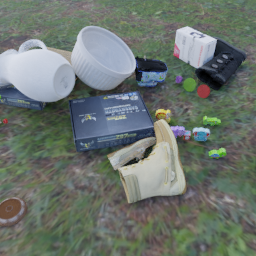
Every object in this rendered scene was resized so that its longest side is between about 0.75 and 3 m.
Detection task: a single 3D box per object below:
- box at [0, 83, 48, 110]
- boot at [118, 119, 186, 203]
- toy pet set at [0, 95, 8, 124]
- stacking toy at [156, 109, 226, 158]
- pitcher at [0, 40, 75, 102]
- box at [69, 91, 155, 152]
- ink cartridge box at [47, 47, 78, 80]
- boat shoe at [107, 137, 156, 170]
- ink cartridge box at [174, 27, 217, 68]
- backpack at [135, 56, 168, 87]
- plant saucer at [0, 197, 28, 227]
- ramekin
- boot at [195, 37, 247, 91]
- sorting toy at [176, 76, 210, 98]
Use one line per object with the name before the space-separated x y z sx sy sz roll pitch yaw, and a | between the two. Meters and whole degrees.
box | -4.042 -1.472 11.271 1.942 0.496 1.532 9 45 9
boot | 0.562 0.918 8.097 1.768 0.828 2.275 -10 72 -6
toy pet set | -5.090 -0.700 9.833 1.322 1.416 0.752 -5 13 34
stacking toy | 2.074 0.147 9.480 2.334 0.548 1.760 5 44 4
pitcher | -3.340 -2.301 10.436 2.996 1.816 2.570 16 62 24
box | -0.630 -0.310 9.868 2.696 0.688 2.126 -9 45 -10
ink cartridge box | -3.152 -2.689 12.342 2.070 0.777 1.705 16 49 16
boat shoe | 0.203 0.776 8.836 1.769 0.638 0.575 -22 86 -32
ink cartridge box | 3.096 -3.736 13.108 0.774 1.328 1.835 -27 49 -26
backpack | 0.956 -2.359 11.877 1.310 0.962 1.199 -1 44 -7
plant saucer | -3.177 2.208 7.545 0.881 0.161 0.881 1 42 -1
ramekin | -1.086 -2.730 11.364 2.549 1.338 2.549 24 44 -25
boot | 3.785 -2.990 12.649 2.299 0.915 2.789 29 54 25
sorting toy | 2.777 -1.782 11.729 1.616 0.560 0.556 32 28 27
